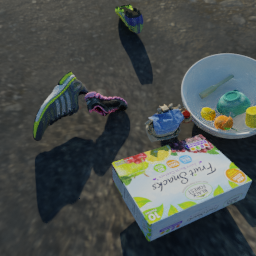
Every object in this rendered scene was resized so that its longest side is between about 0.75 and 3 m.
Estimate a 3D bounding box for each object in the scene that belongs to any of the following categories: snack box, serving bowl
[{"bbox_3d":[1.243,1.298,6.904,2.767,0.733,1.968,-16,42,-21],"label":"snack box"},{"bbox_3d":[3.157,-0.904,8.881,2.973,0.978,2.973,-3,62,5],"label":"serving bowl"}]

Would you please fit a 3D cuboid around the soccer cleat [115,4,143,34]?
[{"bbox_3d":[0.016,-4.682,12.027,0.790,1.022,2.444,-18,35,-8],"label":"soccer cleat"}]

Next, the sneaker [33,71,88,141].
[{"bbox_3d":[-2.054,-0.588,8.498,0.964,0.880,2.381,33,74,-11],"label":"sneaker"}]

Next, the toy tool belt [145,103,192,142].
[{"bbox_3d":[1.147,-0.228,7.728,1.456,0.895,0.909,-26,61,-6],"label":"toy tool belt"}]

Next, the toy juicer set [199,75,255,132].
[{"bbox_3d":[2.997,-0.665,8.727,1.554,0.665,2.442,-19,37,9],"label":"toy juicer set"}]

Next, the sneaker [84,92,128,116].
[{"bbox_3d":[-0.666,-0.646,8.916,1.492,0.589,0.712,7,57,-29],"label":"sneaker"}]
